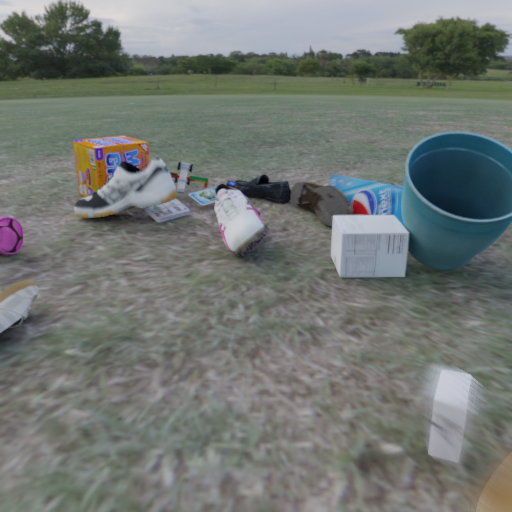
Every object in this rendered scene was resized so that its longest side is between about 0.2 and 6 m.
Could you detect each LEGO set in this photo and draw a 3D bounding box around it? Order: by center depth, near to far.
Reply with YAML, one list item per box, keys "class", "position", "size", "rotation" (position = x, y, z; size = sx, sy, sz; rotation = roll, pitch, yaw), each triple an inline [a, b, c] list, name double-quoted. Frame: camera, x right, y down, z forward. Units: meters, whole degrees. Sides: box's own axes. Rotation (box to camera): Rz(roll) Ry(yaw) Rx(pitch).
- class: "LEGO set"
  position: [-2.077, -1.723, 15.295]
  size: [3.127, 0.767, 2.336]
  rotation: [-22, 48, -40]

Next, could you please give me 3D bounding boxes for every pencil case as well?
- class: "pencil case"
  position: [-5.902, -0.469, 11.526]
  size: [2.034, 0.923, 0.953]
  rotation: [3, -14, 14]

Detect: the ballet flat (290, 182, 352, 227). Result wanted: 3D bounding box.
- class: "ballet flat"
  position: [1.699, -1.316, 13.957]
  size: [0.643, 0.934, 2.774]
  rotation: [11, 11, -25]

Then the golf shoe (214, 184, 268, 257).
- class: "golf shoe"
  position: [-0.477, -0.797, 11.759]
  size: [0.930, 1.179, 2.561]
  rotation: [-40, 19, 6]

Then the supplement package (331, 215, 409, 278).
- class: "supplement package"
  position: [2.139, -0.201, 10.749]
  size: [1.228, 0.903, 1.175]
  rotation: [0, 21, -1]

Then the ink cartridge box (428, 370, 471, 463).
- class: "ink cartridge box"
  position: [1.971, 1.616, 5.702]
  size: [0.304, 0.733, 0.538]
  rotation: [8, 28, 24]

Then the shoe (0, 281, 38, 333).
- class: "shoe"
  position: [-3.870, 0.988, 8.224]
  size: [0.764, 0.583, 2.186]
  rotation: [-36, 6, 21]

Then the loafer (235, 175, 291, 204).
- class: "loafer"
  position: [0.165, -1.961, 15.723]
  size: [1.951, 0.685, 0.663]
  rotation: [16, 26, 37]

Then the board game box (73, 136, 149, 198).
- class: "board game box"
  position: [-4.032, -2.434, 15.718]
  size: [1.565, 1.566, 1.564]
  rotation: [-15, 26, -35]

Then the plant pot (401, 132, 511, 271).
- class: "plant pot"
  position: [3.654, -0.838, 10.371]
  size: [2.117, 1.989, 2.117]
  rotation: [-1, 55, 1]

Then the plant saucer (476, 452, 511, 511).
- class: "plant saucer"
  position: [2.647, 1.886, 4.837]
  size: [0.294, 1.658, 1.658]
  rotation: [48, 38, 12]

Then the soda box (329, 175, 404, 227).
- class: "soda box"
  position: [2.858, -1.276, 13.150]
  size: [0.928, 0.878, 2.736]
  rotation: [5, 11, -33]

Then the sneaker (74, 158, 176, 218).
- class: "sneaker"
  position: [-3.253, -1.664, 13.616]
  size: [2.684, 1.176, 1.015]
  rotation: [-12, 12, 14]
